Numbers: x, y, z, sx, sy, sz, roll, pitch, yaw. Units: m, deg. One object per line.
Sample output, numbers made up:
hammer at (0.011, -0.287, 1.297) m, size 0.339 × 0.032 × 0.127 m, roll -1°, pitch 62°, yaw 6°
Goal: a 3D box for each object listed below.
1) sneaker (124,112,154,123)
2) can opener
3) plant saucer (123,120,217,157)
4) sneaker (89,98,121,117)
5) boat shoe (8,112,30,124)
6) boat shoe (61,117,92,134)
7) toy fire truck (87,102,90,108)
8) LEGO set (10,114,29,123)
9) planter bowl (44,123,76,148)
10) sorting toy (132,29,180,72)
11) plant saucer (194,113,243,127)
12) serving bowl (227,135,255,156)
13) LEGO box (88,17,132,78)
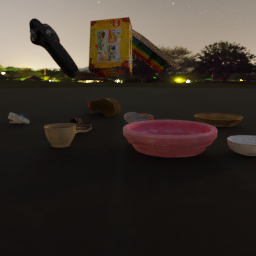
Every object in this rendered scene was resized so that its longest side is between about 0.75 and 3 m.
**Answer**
sneaker at (0.412, -0.428, 12.671) m, size 1.399 × 0.543 × 0.784 m, roll 8°, pitch 4°, yaw -17°
can opener at (-1.941, -2.138, 7.362) m, size 0.775 × 1.970 × 0.625 m, roll -31°, pitch -18°, yaw -27°
plant saucer at (1.202, 0.276, 8.235) m, size 2.698 × 0.684 × 2.698 m, roll -1°, pitch 10°, yaw 0°
sneaker at (-0.947, -1.249, 15.396) m, size 1.313 × 0.980 × 2.924 m, roll -13°, pitch 13°, yaw -32°
boat shoe at (-4.888, -0.356, 12.513) m, size 1.030 × 0.338 × 0.371 m, roll 22°, pitch 10°, yaw 3°
boat shoe at (-1.909, -0.113, 10.550) m, size 0.589 × 0.579 × 1.580 m, roll 6°, pitch 12°, yaw 28°
toy fire truck at (-1.990, -1.485, 18.489) m, size 0.986 × 0.341 × 1.398 m, roll -7°, pitch 14°, yaw -32°
LEGO set at (-4.980, -0.455, 12.984) m, size 0.392 × 0.364 × 0.956 m, roll 4°, pitch 13°, yaw 23°
planter bowl at (-2.062, 0.240, 8.560) m, size 0.938 × 0.631 × 0.938 m, roll 0°, pitch 10°, yaw 0°
sorting toy at (0.728, -3.268, 11.925) m, size 2.240 × 0.784 × 2.254 m, roll 27°, pitch 16°, yaw -35°
plant saucer at (3.976, -0.352, 12.398) m, size 2.059 × 0.365 × 2.059 m, roll 0°, pitch 11°, yaw 0°
serving bowl at (3.369, 0.510, 7.730) m, size 1.220 × 0.401 × 1.220 m, roll 0°, pitch 11°, yaw 0°
LEGO box at (-0.599, -2.878, 10.039) m, size 1.436 × 1.928 × 0.744 m, roll -1°, pitch -13°, yaw 10°
